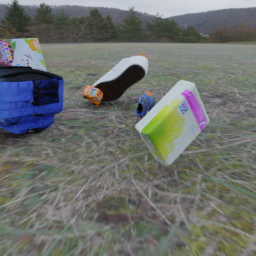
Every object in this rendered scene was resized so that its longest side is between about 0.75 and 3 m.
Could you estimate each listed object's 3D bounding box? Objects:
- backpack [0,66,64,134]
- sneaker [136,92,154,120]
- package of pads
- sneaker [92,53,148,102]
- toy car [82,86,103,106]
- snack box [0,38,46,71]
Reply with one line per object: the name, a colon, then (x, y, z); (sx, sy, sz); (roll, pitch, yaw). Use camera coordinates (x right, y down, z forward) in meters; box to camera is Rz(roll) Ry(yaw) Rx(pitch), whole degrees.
backpack: (-3.099, -0.777, 7.751); (1.792, 1.851, 2.206); (12, 15, 37)
sneaker: (0.443, -0.364, 7.716); (0.491, 1.253, 0.472); (-18, 25, -21)
package of pads: (0.962, -0.076, 5.818); (1.483, 1.145, 0.506); (-44, 38, -13)
sneaker: (-0.285, -1.904, 10.734); (2.790, 1.016, 1.181); (-23, 33, 36)
toy car: (-0.977, -1.597, 10.771); (0.581, 0.856, 1.746); (-10, 35, 45)
snack box: (-3.529, -1.652, 9.335); (0.655, 2.473, 1.759); (-4, 15, 34)
